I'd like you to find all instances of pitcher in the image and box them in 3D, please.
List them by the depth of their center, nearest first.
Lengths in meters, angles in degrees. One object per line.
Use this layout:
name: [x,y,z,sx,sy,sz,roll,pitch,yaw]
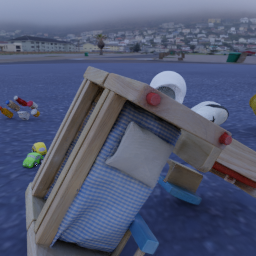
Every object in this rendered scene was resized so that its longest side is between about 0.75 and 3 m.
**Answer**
pitcher: [1.269,-1.372,11.330,2.121,1.499,2.473,-14,16,18]

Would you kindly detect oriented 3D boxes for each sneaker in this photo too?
sneaker: [1.884,-0.065,7.696,2.527,0.931,1.011,-13,33,-26]

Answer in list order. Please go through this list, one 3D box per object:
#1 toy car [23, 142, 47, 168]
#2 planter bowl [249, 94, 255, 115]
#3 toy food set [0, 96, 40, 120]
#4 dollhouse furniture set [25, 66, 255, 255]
toy car: [-1.899,0.579,6.215,1.132,0.252,1.065,6,17,20]
planter bowl: [4.342,-0.292,7.607,2.003,0.834,2.003,12,-17,4]
toy food set: [-3.698,-0.698,9.566,1.345,0.642,0.605,3,-22,22]
dollhouse furniture set: [0.507,0.817,3.479,2.791,1.967,1.955,26,5,-25]
